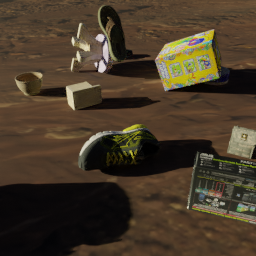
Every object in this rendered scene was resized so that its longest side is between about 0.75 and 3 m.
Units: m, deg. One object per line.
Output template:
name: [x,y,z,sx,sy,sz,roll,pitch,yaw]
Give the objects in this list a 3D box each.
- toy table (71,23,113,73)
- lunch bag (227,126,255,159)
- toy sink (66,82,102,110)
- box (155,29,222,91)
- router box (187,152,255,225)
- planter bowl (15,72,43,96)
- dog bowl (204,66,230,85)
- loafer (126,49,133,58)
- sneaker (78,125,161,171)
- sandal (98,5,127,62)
toy table: [-1.842,-3.797,13.802,1.536,2.410,2.622,3,25,-24]
lunch bag: [3.412,0.390,8.312,0.714,0.870,0.512,15,35,21]
toy sink: [-1.738,-1.328,11.103,1.218,0.794,0.682,-19,36,-26]
box: [2.768,-3.029,12.456,2.391,1.515,2.483,-11,27,25]
router box: [2.344,1.374,6.275,1.848,1.385,0.574,10,35,15]
planter bowl: [-4.175,-1.843,11.960,1.106,0.745,1.106,0,32,0]
dog bowl: [4.091,-2.519,13.241,1.314,0.517,1.314,0,32,0]
loafer: [-0.678,-4.331,15.957,2.116,0.666,0.761,-14,35,-21]
sneaker: [-0.154,0.604,7.894,2.569,0.957,1.087,-22,38,-31]
sandal: [-0.368,-2.836,8.341,0.674,1.697,0.484,-21,6,-18]
